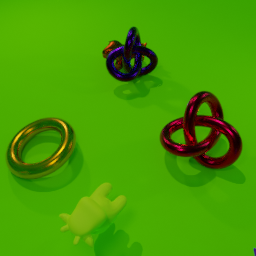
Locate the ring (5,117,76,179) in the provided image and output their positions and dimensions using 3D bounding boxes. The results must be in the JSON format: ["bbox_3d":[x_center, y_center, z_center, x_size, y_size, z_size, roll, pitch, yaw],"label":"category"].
[{"bbox_3d":[-1.961,0.407,6.306,1.646,0.329,1.646,-9,48,10],"label":"ring"}]

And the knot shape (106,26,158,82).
[{"bbox_3d":[0.049,-1.883,7.747,1.422,1.520,0.702,-41,38,-16],"label":"knot shape"}]

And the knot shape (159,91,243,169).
[{"bbox_3d":[1.478,0.125,6.087,1.606,0.793,1.717,-14,78,-1],"label":"knot shape"}]

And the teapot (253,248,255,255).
[{"bbox_3d":[2.074,2.335,3.985,1.364,0.848,0.668,54,48,-14],"label":"teapot"}]

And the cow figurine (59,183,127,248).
[{"bbox_3d":[-0.565,1.449,4.506,0.675,1.229,1.210,38,48,15],"label":"cow figurine"}]

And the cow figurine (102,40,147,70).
[{"bbox_3d":[-0.056,-2.306,8.412,1.167,0.641,1.148,41,88,0],"label":"cow figurine"}]
